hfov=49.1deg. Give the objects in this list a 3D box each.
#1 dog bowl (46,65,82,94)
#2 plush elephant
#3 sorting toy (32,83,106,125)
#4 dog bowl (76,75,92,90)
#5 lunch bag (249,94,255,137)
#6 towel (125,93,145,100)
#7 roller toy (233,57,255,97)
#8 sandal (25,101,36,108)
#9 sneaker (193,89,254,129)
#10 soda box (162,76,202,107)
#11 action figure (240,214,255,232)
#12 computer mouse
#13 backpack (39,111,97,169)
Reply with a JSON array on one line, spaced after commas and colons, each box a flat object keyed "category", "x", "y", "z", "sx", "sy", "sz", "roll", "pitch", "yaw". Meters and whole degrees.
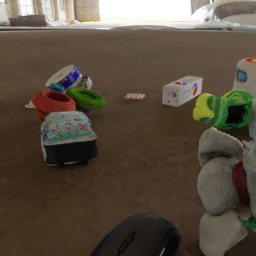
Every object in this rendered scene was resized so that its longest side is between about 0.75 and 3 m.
[{"category": "dog bowl", "x": -2.643, "y": -1.945, "z": 11.539, "sx": 1.458, "sy": 0.574, "sz": 1.458, "roll": -24, "pitch": 32, "yaw": 17}, {"category": "plush elephant", "x": 2.106, "y": 0.980, "z": 4.381, "sx": 2.776, "sy": 2.286, "sz": 2.149, "roll": 25, "pitch": -26, "yaw": -22}, {"category": "sorting toy", "x": -2.049, "y": -0.629, "z": 9.235, "sx": 1.660, "sy": 1.134, "sz": 2.763, "roll": 31, "pitch": 23, "yaw": 25}, {"category": "dog bowl", "x": -1.893, "y": -1.677, "z": 11.575, "sx": 0.302, "sy": 1.030, "sz": 1.030, "roll": 36, "pitch": 2, "yaw": -35}, {"category": "lunch bag", "x": 4.077, "y": -0.520, "z": 8.275, "sx": 0.845, "sy": 1.385, "sz": 1.180, "roll": 9, "pitch": 24, "yaw": 20}, {"category": "towel", "x": 0.278, "y": -1.299, "z": 11.670, "sx": 0.756, "sy": 0.113, "sz": 0.553, "roll": 5, "pitch": 24, "yaw": 16}, {"category": "roller toy", "x": 5.365, "y": -1.831, "z": 10.768, "sx": 2.549, "sy": 1.782, "sz": 2.326, "roll": 21, "pitch": 31, "yaw": 39}, {"category": "sandal", "x": -3.402, "y": -0.958, "z": 10.645, "sx": 0.990, "sy": 0.284, "sz": 0.379, "roll": -4, "pitch": 24, "yaw": -10}, {"category": "sneaker", "x": 3.124, "y": -0.454, "z": 8.389, "sx": 2.963, "sy": 1.097, "sz": 1.238, "roll": -12, "pitch": 36, "yaw": -42}, {"category": "soda box", "x": 2.247, "y": -1.537, "z": 11.393, "sx": 0.691, "sy": 0.739, "sz": 2.171, "roll": 17, "pitch": 30, "yaw": 34}, {"category": "action figure", "x": 2.521, "y": 1.654, "z": 4.629, "sx": 1.256, "sy": 0.343, "sz": 0.742, "roll": 6, "pitch": 25, "yaw": 30}, {"category": "computer mouse", "x": 0.161, "y": 1.940, "z": 3.683, "sx": 1.752, "sy": 0.574, "sz": 2.496, "roll": 20, "pitch": 31, "yaw": 40}, {"category": "backpack", "x": -1.539, "y": 0.189, "z": 7.099, "sx": 1.359, "sy": 1.153, "sz": 1.531, "roll": -7, "pitch": 19, "yaw": -17}]
